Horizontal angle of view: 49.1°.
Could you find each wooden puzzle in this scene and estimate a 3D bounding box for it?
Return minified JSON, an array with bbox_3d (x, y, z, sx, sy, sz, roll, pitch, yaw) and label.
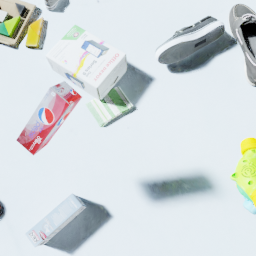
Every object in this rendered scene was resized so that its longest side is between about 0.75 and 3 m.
[{"bbox_3d":[-3.867,-3.439,8.701,2.697,0.315,1.820,13,72,5],"label":"wooden puzzle"}]

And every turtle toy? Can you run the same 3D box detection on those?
[{"bbox_3d":[3.620,1.345,6.559,2.540,1.284,1.851,7,48,0],"label":"turtle toy"}]

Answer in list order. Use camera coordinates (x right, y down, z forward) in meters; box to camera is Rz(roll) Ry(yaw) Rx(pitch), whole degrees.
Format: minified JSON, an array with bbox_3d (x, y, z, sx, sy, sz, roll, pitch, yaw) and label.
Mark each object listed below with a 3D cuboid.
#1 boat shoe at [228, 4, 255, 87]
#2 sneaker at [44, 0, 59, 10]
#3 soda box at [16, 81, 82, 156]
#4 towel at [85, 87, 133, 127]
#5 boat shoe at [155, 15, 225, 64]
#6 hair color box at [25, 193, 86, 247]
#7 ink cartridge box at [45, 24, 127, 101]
[{"bbox_3d":[3.677,-2.618,8.154,0.953,0.812,2.851,-6,72,-2],"label":"boat shoe"},{"bbox_3d":[-2.312,-4.321,8.908,0.429,0.471,1.148,16,72,5],"label":"sneaker"},{"bbox_3d":[-1.435,-0.155,5.040,0.450,0.497,1.420,41,120,-2],"label":"soda box"},{"bbox_3d":[-0.517,-0.622,7.858,1.106,0.129,0.843,-32,73,-8],"label":"towel"},{"bbox_3d":[1.735,-2.606,8.229,2.356,0.809,0.667,-27,63,-13],"label":"boat shoe"},{"bbox_3d":[-1.671,2.169,6.627,1.348,0.667,0.409,-41,76,-12],"label":"hair color box"},{"bbox_3d":[-1.124,-1.842,7.874,1.840,0.805,1.337,34,74,13],"label":"ink cartridge box"}]
